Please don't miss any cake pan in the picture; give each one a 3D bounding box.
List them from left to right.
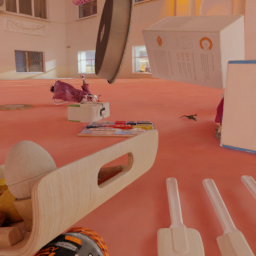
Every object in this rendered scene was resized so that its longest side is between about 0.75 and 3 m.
[{"bbox_3d":[-0.516,-2.779,8.443,0.527,2.876,2.876,8,10,-16],"label":"cake pan"}]

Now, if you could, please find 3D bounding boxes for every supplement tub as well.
[{"bbox_3d":[-0.466,1.057,1.819,0.528,0.528,0.862,3,13,16],"label":"supplement tub"}]

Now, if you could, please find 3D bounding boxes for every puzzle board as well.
[{"bbox_3d":[-0.241,-0.005,7.681,1.992,0.173,1.501,0,12,2],"label":"puzzle board"}]

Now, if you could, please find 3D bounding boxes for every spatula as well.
[{"bbox_3d":[1.094,0.991,3.125,1.510,0.174,2.172,-4,11,8],"label":"spatula"}]

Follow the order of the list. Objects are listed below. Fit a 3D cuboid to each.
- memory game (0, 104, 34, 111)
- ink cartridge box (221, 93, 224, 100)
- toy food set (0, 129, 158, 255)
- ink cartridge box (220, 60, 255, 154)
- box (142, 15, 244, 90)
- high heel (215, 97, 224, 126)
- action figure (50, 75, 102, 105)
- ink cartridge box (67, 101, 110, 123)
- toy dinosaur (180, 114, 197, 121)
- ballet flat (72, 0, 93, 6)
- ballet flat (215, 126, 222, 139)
[{"bbox_3d":[-4.880,-0.900,12.047,1.583,0.101,1.583,1,12,0],"label":"memory game"},{"bbox_3d":[4.819,-1.059,11.338,1.646,0.694,1.203,-4,13,-16],"label":"ink cartridge box"},{"bbox_3d":[-1.065,0.496,2.843,2.397,0.724,1.720,-13,4,30],"label":"toy food set"},{"bbox_3d":[3.634,-0.572,6.234,1.900,1.851,2.957,11,16,41],"label":"ink cartridge box"},{"bbox_3d":[2.113,-2.569,9.183,2.894,1.800,1.411,21,48,42],"label":"box"},{"bbox_3d":[2.864,-0.532,8.175,0.691,0.984,2.051,5,13,24],"label":"high heel"},{"bbox_3d":[-2.362,-1.401,12.850,2.324,1.731,1.557,14,49,-7],"label":"action figure"},{"bbox_3d":[-1.291,-0.560,9.388,0.929,0.526,1.267,5,13,21],"label":"ink cartridge box"},{"bbox_3d":[2.113,-0.372,9.425,0.337,0.182,0.766,-14,14,-28],"label":"toy dinosaur"},{"bbox_3d":[-0.402,-3.243,5.836,0.674,1.894,0.655,40,5,4],"label":"ballet flat"},{"bbox_3d":[2.325,0.084,7.029,0.280,0.280,0.779,2,12,12],"label":"ballet flat"}]
